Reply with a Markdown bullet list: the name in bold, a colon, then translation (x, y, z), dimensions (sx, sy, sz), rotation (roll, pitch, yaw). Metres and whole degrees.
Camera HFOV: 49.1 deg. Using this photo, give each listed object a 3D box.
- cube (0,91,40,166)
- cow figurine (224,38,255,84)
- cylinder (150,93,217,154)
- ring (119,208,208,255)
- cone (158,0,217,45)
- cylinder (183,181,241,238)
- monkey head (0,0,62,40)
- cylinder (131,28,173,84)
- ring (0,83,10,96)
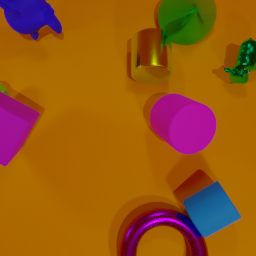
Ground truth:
- **cube**: translation (-2.640, -0.033, 5.833), dimensions (1.049, 1.049, 1.049), rotation (30, 99, -12)
- **cow figurine**: translation (2.985, -1.725, 7.172), dimensions (0.652, 1.168, 1.187), rotation (16, 104, 39)
- **cylinder**: translation (1.211, -0.128, 6.352), dimensions (1.130, 1.130, 1.130), rotation (-5, 109, -16)
- **ring**: translation (0.784, 2.778, 6.137), dimensions (1.979, 0.396, 1.979), rotation (1, 73, -4)
- **cone**: translation (1.585, -2.894, 6.990), dimensions (1.600, 1.606, 1.600), rotation (1, 107, 4)
- **cylinder**: translation (1.826, 1.765, 6.117), dimensions (0.896, 0.896, 0.896), rotation (-34, 75, 10)
- **monkey head**: translation (-2.342, -2.677, 6.866), dimensions (1.113, 1.848, 1.329), rotation (-36, 81, 1)
- **cylinder**: translation (0.611, -1.828, 7.246), dimensions (1.059, 1.059, 1.059), rotation (0, 73, 0)
- **ring**: translation (-3.289, -0.505, 6.716), dimensions (0.255, 1.274, 1.274), rotation (9, 73, 16)
